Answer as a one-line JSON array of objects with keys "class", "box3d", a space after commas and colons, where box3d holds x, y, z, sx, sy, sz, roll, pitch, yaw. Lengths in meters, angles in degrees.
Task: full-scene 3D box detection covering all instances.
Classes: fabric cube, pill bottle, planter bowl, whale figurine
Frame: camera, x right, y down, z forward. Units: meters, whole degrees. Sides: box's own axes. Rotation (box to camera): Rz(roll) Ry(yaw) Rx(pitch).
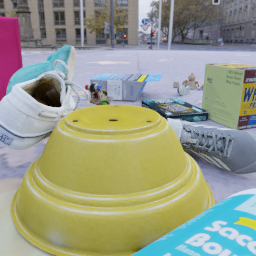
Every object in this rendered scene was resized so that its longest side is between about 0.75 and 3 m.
[{"class": "fabric cube", "box3d": [-4.869, -1.773, 8.196, 2.866, 2.820, 2.875, -10, 20, -33]}, {"class": "pill bottle", "box3d": [0.703, 1.157, 1.728, 2.285, 1.266, 1.266, -15, 23, -37]}, {"class": "planter bowl", "box3d": [-0.213, 0.386, 4.143, 2.990, 1.245, 2.990, -1, 18, 0]}, {"class": "whale figurine", "box3d": [-2.055, -1.015, 6.587, 1.313, 2.013, 2.531, 18, -26, -25]}]

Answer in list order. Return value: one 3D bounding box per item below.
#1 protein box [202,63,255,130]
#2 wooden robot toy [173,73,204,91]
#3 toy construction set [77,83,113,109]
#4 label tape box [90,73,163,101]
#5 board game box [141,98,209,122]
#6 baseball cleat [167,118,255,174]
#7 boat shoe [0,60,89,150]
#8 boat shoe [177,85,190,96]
[{"class": "protein box", "box3d": [2.905, -0.922, 7.603, 1.028, 1.523, 1.512, -8, 20, -21]}, {"class": "wooden robot toy", "box3d": [2.804, -2.114, 12.518, 1.565, 0.710, 0.690, 12, 22, 30]}, {"class": "toy construction set", "box3d": [-1.006, -0.635, 8.123, 1.316, 1.098, 1.011, -18, -6, 17]}, {"class": "label tape box", "box3d": [0.014, -1.613, 10.840, 2.526, 0.799, 1.821, 3, 19, 10]}, {"class": "board game box", "box3d": [1.352, -0.561, 8.518, 1.323, 0.275, 1.957, -5, 19, -16]}, {"class": "baseball cleat", "box3d": [1.340, 0.296, 5.024, 1.169, 0.766, 2.197, 9, 1, -28]}, {"class": "boat shoe", "box3d": [-1.227, -0.544, 4.551, 0.954, 1.101, 2.582, 39, 13, -1]}, {"class": "boat shoe", "box3d": [2.179, -1.523, 11.295, 0.325, 0.408, 1.078, 13, 10, 31]}]
